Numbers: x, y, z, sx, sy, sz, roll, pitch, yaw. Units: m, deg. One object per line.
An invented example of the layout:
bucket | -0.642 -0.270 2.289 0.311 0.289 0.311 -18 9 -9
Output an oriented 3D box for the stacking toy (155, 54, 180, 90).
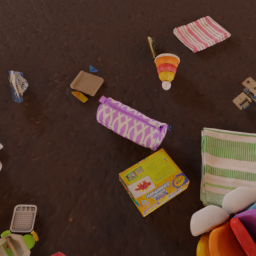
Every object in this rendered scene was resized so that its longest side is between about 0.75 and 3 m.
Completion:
stacking toy | 1.525 -2.133 11.043 1.000 1.000 1.369 3 76 2

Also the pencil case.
pencil case | 0.132 -0.160 9.493 2.483 1.062 1.042 24 64 16

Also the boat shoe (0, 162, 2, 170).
boat shoe | -4.800 1.614 8.422 0.779 0.899 2.109 32 62 19

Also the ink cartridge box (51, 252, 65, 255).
ink cartridge box | -1.809 4.081 6.648 1.187 1.182 1.634 -21 59 -13

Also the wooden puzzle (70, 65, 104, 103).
wooden puzzle | -1.622 -1.745 11.060 1.106 0.192 1.639 30 62 13

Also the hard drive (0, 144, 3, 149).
hard drive | -5.030 0.503 9.584 1.302 0.174 0.859 37 64 22

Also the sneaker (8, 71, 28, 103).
sneaker | -4.123 -1.631 10.679 0.675 0.611 1.585 -7 55 -29

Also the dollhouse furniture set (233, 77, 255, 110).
dollhouse furniture set | 4.424 -1.219 10.521 1.046 0.737 0.733 -41 61 10

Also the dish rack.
dish rack | -3.028 2.655 8.185 0.666 0.169 0.776 1 57 0

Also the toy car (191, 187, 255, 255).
toy car | 3.033 2.730 6.926 2.623 1.967 2.296 -24 69 -15

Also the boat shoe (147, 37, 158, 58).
boat shoe | 1.102 -3.503 12.027 0.405 0.458 1.250 -10 57 0

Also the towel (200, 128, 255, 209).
towel | 3.378 1.274 8.997 2.090 0.321 2.741 7 57 4

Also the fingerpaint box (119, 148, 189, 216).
fingerpaint box | 0.779 1.639 8.581 1.650 0.605 1.376 -29 61 -17

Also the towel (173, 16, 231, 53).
towel | 3.337 -4.290 12.621 2.179 0.326 1.595 -27 62 -16

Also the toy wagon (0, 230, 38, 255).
toy wagon | -3.159 3.425 7.599 1.598 0.316 1.240 -31 63 -20
